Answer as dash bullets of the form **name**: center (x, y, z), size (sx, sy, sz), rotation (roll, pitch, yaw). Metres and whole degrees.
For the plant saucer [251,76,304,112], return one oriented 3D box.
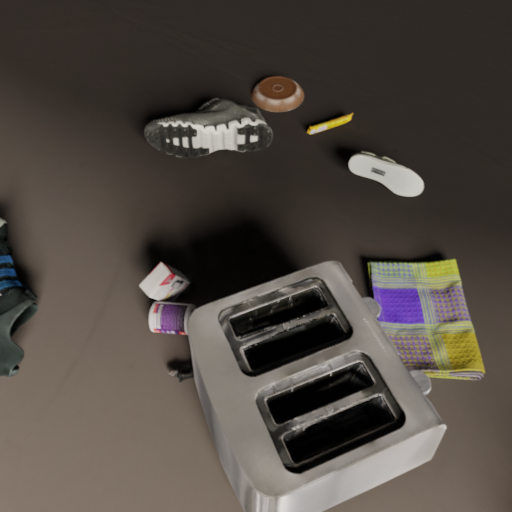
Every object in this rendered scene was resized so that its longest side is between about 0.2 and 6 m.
- **plant saucer**: center (0.543, -4.181, 14.239), size (1.356, 0.248, 1.356), rotation (0, 54, 0)

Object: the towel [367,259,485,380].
- **towel**: center (3.019, 1.100, 10.209), size (1.837, 0.291, 2.558), rotation (1, 53, 2)

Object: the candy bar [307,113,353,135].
- **candy bar**: center (1.779, -3.157, 13.412), size (1.195, 0.298, 0.132), rotation (-20, 76, -11)

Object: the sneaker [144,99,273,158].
- **sneaker**: center (-1.124, -3.013, 12.958), size (2.888, 0.960, 1.306), rotation (-4, 50, -7)

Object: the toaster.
- **toaster**: center (0.622, 2.042, 8.415), size (3.397, 2.016, 3.072), rotation (-19, 54, -13)

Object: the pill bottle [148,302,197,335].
- **pill bottle**: center (-1.361, 1.121, 9.970), size (0.989, 0.551, 0.551), rotation (3, 53, 10)

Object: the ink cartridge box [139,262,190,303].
- **ink cartridge box**: center (-1.644, 0.509, 10.154), size (0.347, 0.811, 0.599), rotation (43, 93, 25)

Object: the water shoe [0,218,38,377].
- **water shoe**: center (-4.660, 0.751, 10.166), size (1.329, 1.204, 3.369), rotation (14, 46, -26)

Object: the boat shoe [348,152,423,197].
- **boat shoe**: center (2.863, -1.860, 12.234), size (1.702, 0.602, 0.542), rotation (26, 34, 5)
